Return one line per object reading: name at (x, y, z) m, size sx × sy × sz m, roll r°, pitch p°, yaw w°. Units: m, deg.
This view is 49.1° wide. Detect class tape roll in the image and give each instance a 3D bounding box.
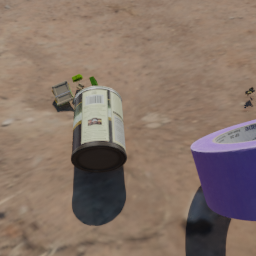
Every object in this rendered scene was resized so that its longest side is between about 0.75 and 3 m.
tape roll at (2.848, 0.582, 5.518) m, size 2.968 × 2.968 × 1.261 m, roll -18°, pitch 93°, yaw -12°

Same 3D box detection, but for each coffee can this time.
coffee can at (-0.728, 0.031, 7.005) m, size 1.301 × 1.301 × 1.777 m, roll -3°, pitch 55°, yaw -2°

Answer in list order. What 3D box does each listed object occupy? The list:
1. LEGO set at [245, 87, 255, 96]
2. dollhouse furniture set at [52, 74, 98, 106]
LEGO set at (3.968, -0.841, 7.968) m, size 0.798 × 0.348 × 1.229 m, roll -16°, pitch 30°, yaw -19°
dollhouse furniture set at (-1.560, -1.143, 8.382) m, size 1.330 × 0.513 × 0.664 m, roll -23°, pitch 80°, yaw 1°
